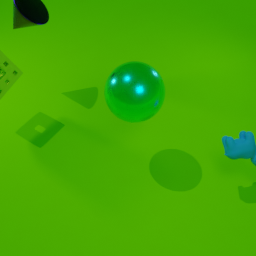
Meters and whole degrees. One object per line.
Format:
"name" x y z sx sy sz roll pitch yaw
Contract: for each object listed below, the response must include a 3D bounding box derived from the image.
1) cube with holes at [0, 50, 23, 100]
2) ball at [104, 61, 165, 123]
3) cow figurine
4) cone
"cube with holes" -3.718 -1.482 7.555 0.988 0.988 0.988 10 60 42
"ball" 0.150 -0.794 6.258 1.363 1.363 1.363 0 52 0
"cow figurine" 2.683 0.569 6.345 0.998 0.548 0.982 -15 93 -3
"cone" -3.027 -3.140 8.028 1.081 1.077 1.077 -26 41 36
